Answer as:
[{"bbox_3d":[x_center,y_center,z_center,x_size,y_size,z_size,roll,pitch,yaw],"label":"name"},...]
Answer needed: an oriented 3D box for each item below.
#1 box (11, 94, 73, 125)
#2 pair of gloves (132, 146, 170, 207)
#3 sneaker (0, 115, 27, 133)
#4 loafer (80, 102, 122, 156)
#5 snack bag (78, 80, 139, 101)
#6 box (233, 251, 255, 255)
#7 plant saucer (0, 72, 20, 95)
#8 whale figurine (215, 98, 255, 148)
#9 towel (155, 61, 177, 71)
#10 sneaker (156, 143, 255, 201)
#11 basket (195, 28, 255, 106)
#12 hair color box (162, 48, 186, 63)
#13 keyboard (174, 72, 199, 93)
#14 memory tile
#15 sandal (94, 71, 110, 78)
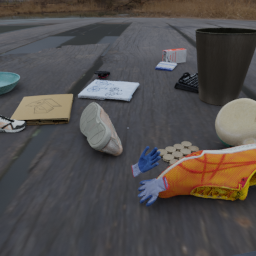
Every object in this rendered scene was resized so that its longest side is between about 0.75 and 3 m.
[{"bbox_3d":[-2.886,-0.668,9.668,1.828,0.238,2.236,-3,27,-6],"label":"box"},{"bbox_3d":[0.408,0.911,5.424,0.125,0.883,1.098,13,52,-35],"label":"pair of gloves"},{"bbox_3d":[-3.636,-0.138,8.331,1.181,0.473,0.435,-2,25,-8],"label":"sneaker"},{"bbox_3d":[-0.774,0.048,7.825,0.746,0.853,2.373,38,10,-29],"label":"loafer"},{"bbox_3d":[-0.699,-1.555,11.488,2.144,0.229,2.021,5,27,12],"label":"snack bag"},{"bbox_3d":[2.199,2.192,3.722,1.498,0.326,1.200,-5,27,-10],"label":"box"},{"bbox_3d":[-5.841,-1.795,11.707,2.584,0.464,2.584,-1,26,0],"label":"plant saucer"},{"bbox_3d":[3.305,0.043,7.029,2.102,1.090,1.672,8,59,33],"label":"whale figurine"},{"bbox_3d":[2.079,-3.350,15.240,0.975,0.158,1.327,11,30,17],"label":"towel"},{"bbox_3d":[1.789,0.989,5.558,2.611,0.953,1.007,-12,50,-6],"label":"sneaker"},{"bbox_3d":[3.448,-2.248,10.252,2.298,2.549,1.733,-2,26,-7],"label":"basket"},{"bbox_3d":[2.673,-4.140,16.159,1.361,0.755,0.435,-11,28,-23],"label":"hair color box"},{"bbox_3d":[3.154,-2.253,12.771,1.765,0.377,2.940,18,30,32],"label":"keyboard"},{"bbox_3d":[1.358,0.660,7.119,1.106,0.093,0.848,-14,30,-27],"label":"memory tile"},{"bbox_3d":[-1.209,-2.583,13.581,0.534,0.321,1.423,12,14,13],"label":"sandal"}]
